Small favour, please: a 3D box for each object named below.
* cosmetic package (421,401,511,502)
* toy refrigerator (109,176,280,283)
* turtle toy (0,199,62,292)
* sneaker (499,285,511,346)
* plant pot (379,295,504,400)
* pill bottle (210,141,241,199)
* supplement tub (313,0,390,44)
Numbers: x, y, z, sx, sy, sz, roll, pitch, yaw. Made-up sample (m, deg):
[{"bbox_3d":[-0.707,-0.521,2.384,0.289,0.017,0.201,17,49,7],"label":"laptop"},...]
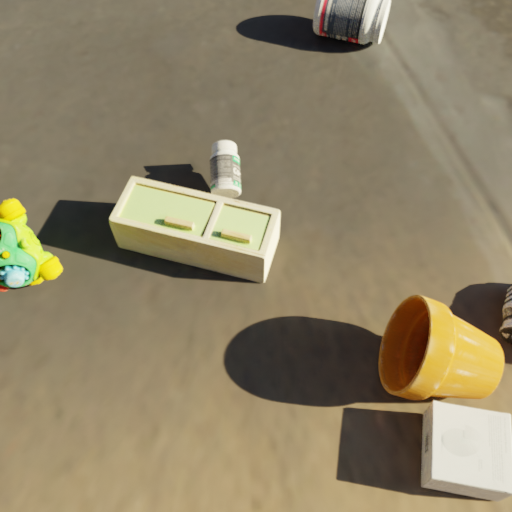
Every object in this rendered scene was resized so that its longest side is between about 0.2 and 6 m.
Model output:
[{"bbox_3d":[2.682,2.495,7.172,0.993,0.611,0.990,8,59,8],"label":"cosmetic package"},{"bbox_3d":[-0.940,-0.445,8.853,2.495,0.873,0.947,14,59,8],"label":"toy refrigerator"},{"bbox_3d":[-3.753,0.007,8.273,0.901,1.783,1.299,-41,107,-39],"label":"turtle toy"},{"bbox_3d":[4.692,0.834,8.095,2.129,0.803,1.225,13,61,10],"label":"sneaker"},{"bbox_3d":[2.530,1.346,7.543,1.248,1.363,1.363,17,58,-9],"label":"plant pot"},{"bbox_3d":[-0.526,-1.450,9.440,0.506,0.506,0.895,-3,73,-2],"label":"pill bottle"},{"bbox_3d":[1.963,-4.978,11.601,1.421,0.997,0.997,16,59,10],"label":"supplement tub"}]
